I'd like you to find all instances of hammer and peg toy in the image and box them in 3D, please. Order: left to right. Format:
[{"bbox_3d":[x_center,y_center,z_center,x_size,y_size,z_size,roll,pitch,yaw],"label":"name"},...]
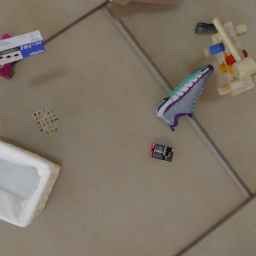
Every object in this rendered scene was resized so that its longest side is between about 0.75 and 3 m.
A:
[{"bbox_3d":[2.864,-1.897,7.499,0.895,2.539,1.867,-19,87,6],"label":"hammer and peg toy"}]

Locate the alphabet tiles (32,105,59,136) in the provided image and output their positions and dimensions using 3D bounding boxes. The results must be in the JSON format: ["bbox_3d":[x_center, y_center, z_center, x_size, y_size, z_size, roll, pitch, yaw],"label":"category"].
[{"bbox_3d":[-2.781,-0.236,9.659,0.766,0.035,0.916,-24,83,-4],"label":"alphabet tiles"}]

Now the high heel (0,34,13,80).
[{"bbox_3d":[-4.237,-2.560,9.605,0.575,0.819,1.704,-9,82,-1],"label":"high heel"}]

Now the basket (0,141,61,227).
[{"bbox_3d":[-3.682,1.493,8.545,2.788,1.720,1.890,22,82,4],"label":"basket"}]

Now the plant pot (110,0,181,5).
[{"bbox_3d":[0.827,-5.238,9.331,2.351,2.696,2.696,13,81,-17],"label":"plant pot"}]

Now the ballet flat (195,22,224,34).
[{"bbox_3d":[3.074,-3.515,10.042,1.360,0.452,0.386,7,126,1],"label":"ballet flat"}]

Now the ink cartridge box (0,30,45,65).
[{"bbox_3d":[-2.770,-1.966,6.943,1.331,0.626,0.294,-21,81,-13],"label":"ink cartridge box"}]

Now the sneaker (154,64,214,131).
[{"bbox_3d":[2.079,-1.023,9.471,2.462,0.916,1.078,-42,99,3],"label":"sneaker"}]

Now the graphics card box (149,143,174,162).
[{"bbox_3d":[1.133,0.829,9.415,0.769,0.195,0.482,14,81,3],"label":"graphics card box"}]
